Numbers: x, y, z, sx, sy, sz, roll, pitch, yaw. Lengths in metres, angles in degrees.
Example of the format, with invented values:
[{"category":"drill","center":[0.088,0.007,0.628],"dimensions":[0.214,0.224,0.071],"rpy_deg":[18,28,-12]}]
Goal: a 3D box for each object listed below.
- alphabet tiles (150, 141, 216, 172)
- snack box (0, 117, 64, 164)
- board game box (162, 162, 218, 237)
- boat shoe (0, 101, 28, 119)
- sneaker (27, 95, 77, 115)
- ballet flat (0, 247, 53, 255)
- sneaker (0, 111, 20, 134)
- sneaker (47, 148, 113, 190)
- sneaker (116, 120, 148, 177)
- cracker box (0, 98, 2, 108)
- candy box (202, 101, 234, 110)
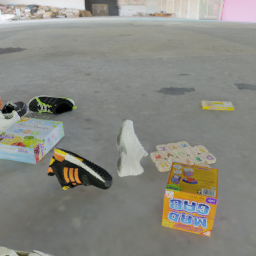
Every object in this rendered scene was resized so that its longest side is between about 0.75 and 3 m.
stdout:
[{"category":"alphabet tiles","center":[1.896,1.018,9.711],"dimensions":[2.094,0.153,2.048],"rpy_deg":[-7,29,-14]},{"category":"snack box","center":[-3.633,0.386,10.318],"dimensions":[1.764,0.708,2.092],"rpy_deg":[6,27,13]},{"category":"board game box","center":[1.595,1.762,7.139],"dimensions":[1.205,1.204,1.204],"rpy_deg":[8,29,15]},{"category":"boat shoe","center":[-5.136,-0.789,12.508],"dimensions":[0.863,0.745,2.374],"rpy_deg":[2,28,2]},{"category":"sneaker","center":[-3.527,-1.046,12.954],"dimensions":[2.230,0.800,0.923],"rpy_deg":[-6,28,-11]},{"category":"ballet flat","center":[-2.161,2.816,5.697],"dimensions":[2.197,0.685,0.741],"rpy_deg":[3,27,5]},{"category":"sneaker","center":[-5.259,-0.089,10.819],"dimensions":[2.177,1.084,0.815],"rpy_deg":[-21,40,-33]},{"category":"sneaker","center":[-1.410,1.392,7.937],"dimensions":[2.272,1.022,0.795],"rpy_deg":[24,-2,34]},{"category":"sneaker","center":[0.154,0.680,9.284],"dimensions":[0.999,0.783,2.010],"rpy_deg":[8,63,-15]},{"category":"cracker box","center":[-7.078,-1.485,13.336],"dimensions":[1.818,1.218,0.524],"rpy_deg":[2,28,4]},{"category":"candy box","center":[4.374,-1.104,13.718],"dimensions":[1.449,0.191,0.741],"rpy_deg":[3,30,7]}]
